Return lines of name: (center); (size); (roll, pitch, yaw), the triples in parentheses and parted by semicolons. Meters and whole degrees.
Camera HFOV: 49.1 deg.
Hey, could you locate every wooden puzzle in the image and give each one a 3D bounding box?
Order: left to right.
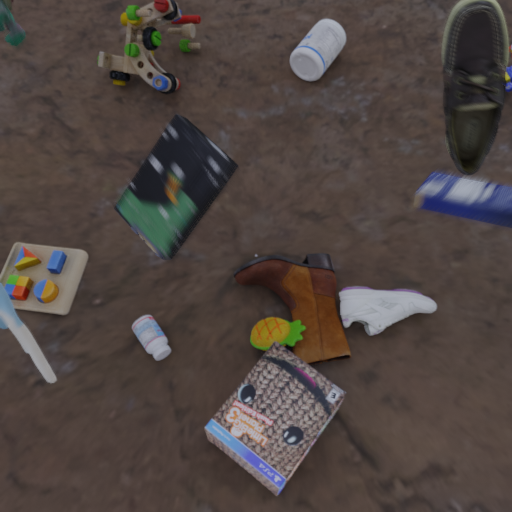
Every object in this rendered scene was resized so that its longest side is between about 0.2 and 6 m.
wooden puzzle: (-3.976, 0.357, 10.260); (1.437, 0.333, 1.331); (8, 61, 5)

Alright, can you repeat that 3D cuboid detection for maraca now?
maraca: (0.354, 1.329, 9.523); (0.986, 0.528, 0.676); (-7, 41, 27)

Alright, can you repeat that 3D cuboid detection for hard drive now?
hard drive: (-1.161, -0.956, 7.919); (1.195, 0.324, 1.710); (44, 107, 23)

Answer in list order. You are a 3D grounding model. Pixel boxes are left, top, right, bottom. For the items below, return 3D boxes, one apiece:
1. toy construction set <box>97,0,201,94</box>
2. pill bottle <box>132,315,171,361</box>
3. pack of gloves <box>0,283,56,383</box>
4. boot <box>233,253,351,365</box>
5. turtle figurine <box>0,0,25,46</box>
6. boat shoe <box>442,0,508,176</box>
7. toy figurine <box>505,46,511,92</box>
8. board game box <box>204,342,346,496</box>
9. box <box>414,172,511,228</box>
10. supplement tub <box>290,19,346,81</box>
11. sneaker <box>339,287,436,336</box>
toy construction set: (-2.520, -4.815, 12.547); (1.871, 2.031, 2.435); (8, 40, 18)
pill bottle: (-1.786, 1.414, 9.626); (0.404, 0.404, 0.744); (-32, 66, -17)
pack of gloves: (-3.753, 0.365, 7.221); (0.519, 2.628, 2.208); (-36, 44, -29)
boot: (0.598, 1.000, 9.875); (1.858, 0.676, 1.973); (-2, 68, -10)
turtle figurine: (-3.830, -3.621, 8.107); (0.617, 0.918, 1.226); (-47, 64, 11)
boat shoe: (3.470, -2.556, 8.797); (1.026, 2.802, 0.908); (-6, 41, 16)
toy figurine: (5.606, -3.805, 12.567); (1.011, 0.891, 1.688); (-22, 56, 20)
board game box: (0.302, 2.509, 8.743); (1.403, 0.852, 1.760); (33, 65, 17)
box: (2.719, -0.656, 6.670); (1.468, 0.238, 0.889); (15, 29, 25)
supplement tub: (1.413, -4.699, 12.816); (0.843, 0.843, 1.278); (27, 63, 14)
sneaker: (2.295, 0.993, 9.850); (1.698, 0.636, 0.846); (3, 79, 1)
